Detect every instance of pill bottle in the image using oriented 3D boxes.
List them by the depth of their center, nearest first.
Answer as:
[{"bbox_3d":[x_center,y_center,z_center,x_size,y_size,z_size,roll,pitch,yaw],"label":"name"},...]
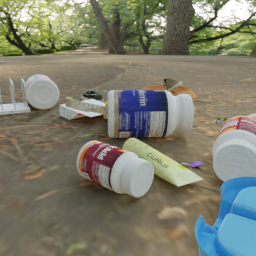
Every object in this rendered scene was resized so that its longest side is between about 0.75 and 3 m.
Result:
[{"bbox_3d":[-0.235,0.697,4.867,1.267,0.723,0.723,14,23,39],"label":"pill bottle"},{"bbox_3d":[2.174,0.397,5.479,0.934,0.934,1.704,8,19,23],"label":"pill bottle"},{"bbox_3d":[0.546,-0.373,7.379,2.156,1.247,1.247,-1,18,-5],"label":"pill bottle"},{"bbox_3d":[-3.437,-1.485,11.013,1.156,1.156,2.040,-7,19,-21],"label":"pill bottle"}]

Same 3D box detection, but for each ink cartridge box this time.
[{"bbox_3d":[-1.238,-0.526,9.346,1.419,0.498,1.746,-16,31,-41],"label":"ink cartridge box"}]

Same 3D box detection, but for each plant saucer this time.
[{"bbox_3d":[1.688,-1.531,12.305,2.563,0.480,2.563,0,17,0],"label":"plant saucer"}]

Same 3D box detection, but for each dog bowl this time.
[{"bbox_3d":[1.572,1.273,3.402,1.178,0.524,2.114,12,20,32],"label":"dog bowl"}]

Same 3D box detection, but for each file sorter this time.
[{"bbox_3d":[-4.547,-1.130,9.993,1.794,1.117,1.245,-8,20,-24],"label":"file sorter"}]

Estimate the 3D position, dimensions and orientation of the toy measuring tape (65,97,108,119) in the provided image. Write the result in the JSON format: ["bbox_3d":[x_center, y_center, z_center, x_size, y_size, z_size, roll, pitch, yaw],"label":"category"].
[{"bbox_3d":[-0.554,-0.657,8.498,2.549,0.938,0.938,11,17,-3],"label":"toy measuring tape"}]

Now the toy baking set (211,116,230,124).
[{"bbox_3d":[3.021,-0.254,8.894,0.852,0.099,0.654,0,18,1],"label":"toy baking set"}]

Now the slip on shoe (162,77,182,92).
[{"bbox_3d":[1.771,-1.839,11.483,0.589,0.469,1.548,-30,10,1],"label":"slip on shoe"}]

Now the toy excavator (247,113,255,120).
[{"bbox_3d":[4.289,-0.011,6.565,2.613,1.305,2.540,-4,15,18],"label":"toy excavator"}]

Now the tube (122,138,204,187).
[{"bbox_3d":[0.582,0.674,5.482,0.513,0.459,1.767,-44,39,-15],"label":"tube"}]

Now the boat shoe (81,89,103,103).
[{"bbox_3d":[-1.503,-1.378,11.802,0.529,0.476,1.496,-14,22,-37],"label":"boat shoe"}]

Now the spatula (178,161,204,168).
[{"bbox_3d":[1.151,0.749,5.779,0.786,0.081,0.222,-1,16,0],"label":"spatula"}]
